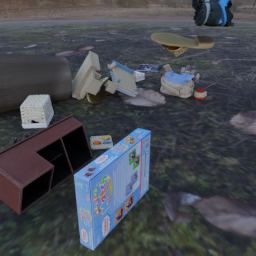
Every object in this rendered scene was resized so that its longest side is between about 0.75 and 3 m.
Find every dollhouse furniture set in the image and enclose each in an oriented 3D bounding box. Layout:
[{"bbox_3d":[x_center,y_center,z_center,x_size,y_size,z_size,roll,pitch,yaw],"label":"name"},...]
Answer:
[{"bbox_3d":[-0.777,-1.499,11.337,2.487,1.623,2.347,21,35,-27],"label":"dollhouse furniture set"}]

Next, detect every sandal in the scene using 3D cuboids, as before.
[{"bbox_3d":[1.744,-2.619,9.171,2.030,0.668,0.744,4,45,3],"label":"sandal"}]

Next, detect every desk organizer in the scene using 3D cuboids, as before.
[{"bbox_3d":[-1.781,0.691,6.269,0.955,0.890,2.481,31,36,17],"label":"desk organizer"}]

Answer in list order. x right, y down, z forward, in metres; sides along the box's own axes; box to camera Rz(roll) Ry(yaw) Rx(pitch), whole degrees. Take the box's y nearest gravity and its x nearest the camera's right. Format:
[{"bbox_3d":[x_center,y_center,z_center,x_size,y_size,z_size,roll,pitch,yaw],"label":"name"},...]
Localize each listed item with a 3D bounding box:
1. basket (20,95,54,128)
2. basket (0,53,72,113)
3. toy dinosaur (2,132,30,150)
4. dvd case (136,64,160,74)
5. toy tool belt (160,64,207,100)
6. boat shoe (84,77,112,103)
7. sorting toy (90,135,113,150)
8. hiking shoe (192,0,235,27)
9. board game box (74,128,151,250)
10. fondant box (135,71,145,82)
[{"bbox_3d":[-2.994,-0.577,9.261,0.819,0.746,1.209,-2,27,-3],"label":"basket"},{"bbox_3d":[-3.759,-1.789,10.435,2.945,2.003,2.655,-10,45,-28],"label":"basket"},{"bbox_3d":[-2.803,0.565,7.041,1.693,0.652,0.866,-4,20,-15],"label":"toy dinosaur"},{"bbox_3d":[1.154,-3.306,15.597,1.173,0.126,1.578,5,26,10],"label":"dvd case"},{"bbox_3d":[2.288,-1.911,11.485,1.949,1.198,1.217,17,31,31],"label":"toy tool belt"},{"bbox_3d":[-1.285,-1.504,11.285,0.705,0.796,2.176,-2,20,22],"label":"boat shoe"},{"bbox_3d":[-0.899,0.390,7.970,0.902,0.133,0.667,-3,26,-8],"label":"sorting toy"},{"bbox_3d":[2.465,-3.654,8.149,1.008,0.865,2.325,13,57,-5],"label":"hiking shoe"},{"bbox_3d":[-0.181,1.025,5.155,0.351,1.449,1.916,15,29,28],"label":"board game box"},{"bbox_3d":[0.141,-2.486,13.670,0.826,0.333,1.145,23,35,38],"label":"fondant box"}]
